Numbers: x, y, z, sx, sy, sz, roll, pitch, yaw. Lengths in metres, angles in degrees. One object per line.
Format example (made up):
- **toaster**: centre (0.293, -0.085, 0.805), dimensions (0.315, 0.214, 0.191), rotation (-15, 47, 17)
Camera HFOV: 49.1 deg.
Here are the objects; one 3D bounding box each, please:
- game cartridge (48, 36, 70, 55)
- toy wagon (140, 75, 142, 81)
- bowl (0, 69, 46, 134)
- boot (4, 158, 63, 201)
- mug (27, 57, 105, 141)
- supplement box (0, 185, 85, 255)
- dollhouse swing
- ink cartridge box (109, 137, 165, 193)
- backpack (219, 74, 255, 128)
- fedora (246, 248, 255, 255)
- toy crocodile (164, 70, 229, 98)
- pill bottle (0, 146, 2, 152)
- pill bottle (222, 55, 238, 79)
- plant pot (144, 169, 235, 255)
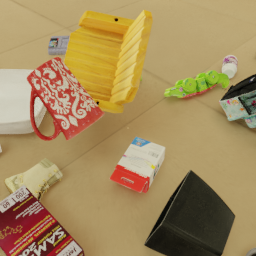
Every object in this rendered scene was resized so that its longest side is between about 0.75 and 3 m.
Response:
- **game cartridge**: centre (-3.322, -4.047, 13.599), dimensions (0.999, 0.296, 1.541), rotation (0, 45, -6)
- **toy wagon**: centre (-0.207, -2.335, 11.801), dimensions (1.392, 0.355, 1.794), rotation (-6, 44, -6)
- **bowl**: centre (-4.153, -0.825, 9.764), dimensions (2.892, 1.081, 2.896), rotation (0, 44, 0)
- **boot**: centre (-2.326, 1.673, 7.562), dimensions (1.415, 0.662, 1.820), rotation (-31, 49, -27)
- **mug**: centre (-1.655, -0.645, 6.772), dimensions (1.576, 1.184, 1.775), rotation (-42, 102, -40)
- **supplement box**: centre (-2.053, 2.369, 6.012), dimensions (2.139, 0.651, 1.164), rotation (36, 55, 25)
- **dollhouse swing**: centre (-0.743, -1.878, 7.424), dimensions (2.360, 2.283, 2.597), rotation (13, 89, 0)
- **ink cartridge box**: centre (0.296, 1.156, 8.102), dimensions (1.016, 0.588, 1.749), rotation (20, 48, 19)
- **backpack**: centre (4.272, -0.992, 9.305), dimensions (1.942, 1.647, 2.188), rotation (-35, 11, -38)
- **fedora**: centre (3.058, 3.091, 6.160), dimensions (0.441, 0.863, 0.976), rotation (0, 53, -50)
- **toy crocodile**: centre (2.662, -1.625, 10.822), dimensions (2.672, 0.825, 0.902), rotation (-20, 8, -17)
- **pill bottle**: centre (-4.595, 0.694, 8.458), dimensions (1.333, 0.747, 0.747), rotation (-19, 48, -18)
- **pill bottle**: centre (4.304, -2.574, 11.859), dimensions (0.609, 0.609, 1.085), rotation (12, 46, 12)
- **plant pot**: centre (1.480, 2.228, 6.457), dimensions (1.401, 1.576, 1.579), rotation (32, 51, 12)
